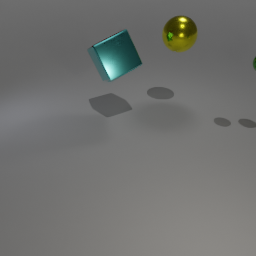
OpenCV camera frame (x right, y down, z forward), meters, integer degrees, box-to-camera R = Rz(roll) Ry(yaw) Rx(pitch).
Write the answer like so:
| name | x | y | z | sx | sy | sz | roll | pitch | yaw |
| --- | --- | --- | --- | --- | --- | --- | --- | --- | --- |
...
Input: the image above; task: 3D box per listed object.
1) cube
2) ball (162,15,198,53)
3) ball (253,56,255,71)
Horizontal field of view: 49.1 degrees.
| name | x | y | z | sx | sy | sz | roll | pitch | yaw |
| --- | --- | --- | --- | --- | --- | --- | --- | --- | --- |
| cube | -0.525 | -2.692 | 10.589 | 1.400 | 1.400 | 1.400 | -30 | 17 | -9 |
| ball | 2.055 | -3.723 | 11.133 | 1.400 | 1.400 | 1.400 | 0 | 31 | 0 |
| ball | 4.299 | -2.049 | 8.796 | 0.700 | 0.700 | 0.700 | 0 | 31 | 0 |
